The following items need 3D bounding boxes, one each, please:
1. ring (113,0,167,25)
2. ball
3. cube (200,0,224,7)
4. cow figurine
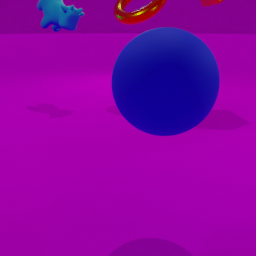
[{"bbox_3d":[0.379,-3.935,8.768,1.818,0.364,1.818,-14,53,19],"label":"ring"},{"bbox_3d":[0.396,-0.488,3.059,1.156,1.156,1.156,0,20,0],"label":"ball"},{"bbox_3d":[2.678,-4.469,8.268,1.174,1.174,1.174,-33,20,3],"label":"cube"},{"bbox_3d":[-2.154,-3.718,8.876,1.541,1.566,0.860,-26,-14,38],"label":"cow figurine"}]
